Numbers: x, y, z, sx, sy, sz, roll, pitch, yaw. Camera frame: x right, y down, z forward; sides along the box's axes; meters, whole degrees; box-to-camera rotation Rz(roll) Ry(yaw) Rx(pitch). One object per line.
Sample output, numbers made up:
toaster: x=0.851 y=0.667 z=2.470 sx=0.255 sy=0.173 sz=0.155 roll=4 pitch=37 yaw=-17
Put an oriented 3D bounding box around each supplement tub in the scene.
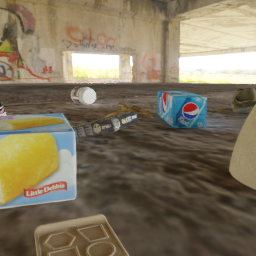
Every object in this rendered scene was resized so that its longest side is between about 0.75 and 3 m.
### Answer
supplement tub: x=-2.300 y=-1.671 z=14.438 sx=0.873 sy=0.873 sz=1.243 roll=-9 pitch=15 yaw=-38

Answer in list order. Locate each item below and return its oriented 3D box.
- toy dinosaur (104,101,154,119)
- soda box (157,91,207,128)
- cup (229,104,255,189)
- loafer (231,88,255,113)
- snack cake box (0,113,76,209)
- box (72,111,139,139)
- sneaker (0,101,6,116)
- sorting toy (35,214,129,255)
toy dinosaur: x=-0.109 y=-0.569 z=9.645 sx=2.045 sy=0.595 sz=1.034 roll=-5 pitch=13 yaw=-23
soda box: x=1.697 y=-0.712 z=9.436 sx=0.988 sy=0.935 sz=2.914 roll=0 pitch=10 yaw=-4
cup: x=2.640 y=0.062 z=4.215 sx=2.028 sy=1.450 sz=2.028 roll=0 pitch=11 yaw=0
loafer: x=4.911 y=-1.204 z=11.804 sx=1.053 sy=0.976 sz=2.801 roll=1 pitch=11 yaw=7
snack cake box: x=-2.204 y=0.397 z=3.787 sx=2.806 sy=0.943 sz=1.614 roll=-3 pitch=13 yaw=-18
box: x=-0.594 y=-0.067 z=6.782 sx=1.369 sy=0.336 sz=1.103 roll=-12 pitch=4 yaw=32
sneaker: x=-4.785 y=-0.573 z=9.405 sx=0.633 sy=0.680 sz=1.575 roll=1 pitch=12 yaw=13
sorting toy: x=-0.433 y=1.081 z=2.498 sx=0.719 sy=0.142 sz=0.777 roll=-5 pitch=17 yaw=-21
